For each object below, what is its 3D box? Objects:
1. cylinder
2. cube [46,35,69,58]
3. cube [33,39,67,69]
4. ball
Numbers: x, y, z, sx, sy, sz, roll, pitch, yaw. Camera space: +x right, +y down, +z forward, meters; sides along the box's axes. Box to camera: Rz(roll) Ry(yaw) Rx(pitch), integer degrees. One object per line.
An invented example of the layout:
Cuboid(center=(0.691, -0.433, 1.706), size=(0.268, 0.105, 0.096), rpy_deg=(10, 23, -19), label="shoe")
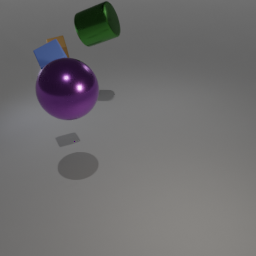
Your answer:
Cuboid(center=(-1.217, -4.170, 11.314), size=(1.400, 1.400, 1.400), rpy_deg=(-12, 24, 22), label="cylinder")
Cuboid(center=(-2.878, -3.249, 11.538), size=(0.700, 0.700, 0.700), rpy_deg=(-16, 60, -6), label="cube")
Cuboid(center=(-2.010, -1.818, 7.611), size=(0.700, 0.700, 0.700), rpy_deg=(-29, 65, -2), label="cube")
Cuboid(center=(-1.359, -0.873, 6.338), size=(1.400, 1.400, 1.400), rpy_deg=(0, 29, 0), label="ball")
